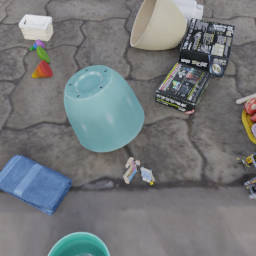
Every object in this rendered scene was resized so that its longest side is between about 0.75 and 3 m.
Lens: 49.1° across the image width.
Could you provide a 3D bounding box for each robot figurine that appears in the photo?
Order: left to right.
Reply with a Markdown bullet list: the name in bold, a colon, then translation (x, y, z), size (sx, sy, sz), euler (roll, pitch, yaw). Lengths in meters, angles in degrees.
- **robot figurine**: translation (2.732, -6.037, 14.625), size (2.258, 1.275, 1.915), euler (10, 50, 8)

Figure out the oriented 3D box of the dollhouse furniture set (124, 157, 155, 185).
- **dollhouse furniture set**: translation (0.371, 1.530, 9.120), size (0.878, 0.828, 0.573), euler (18, 54, 28)

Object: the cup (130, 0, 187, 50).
- **cup**: translation (1.552, -4.775, 13.098), size (1.942, 2.715, 2.715), euler (17, 50, -19)

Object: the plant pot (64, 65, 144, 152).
- **plant pot**: translation (-0.961, -0.837, 9.678), size (2.644, 2.122, 2.644), euler (-11, 48, 13)

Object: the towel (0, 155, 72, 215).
- **towel**: translation (-3.060, 1.783, 9.100), size (2.326, 0.564, 1.298), euler (21, 55, 16)

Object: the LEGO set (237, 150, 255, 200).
- **LEGO set**: translation (4.374, 1.629, 9.171), size (1.362, 1.026, 1.771), euler (9, 50, -31)

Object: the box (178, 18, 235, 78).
- **box**: translation (3.629, -3.750, 12.962), size (2.134, 1.122, 2.606), euler (14, 54, 11)

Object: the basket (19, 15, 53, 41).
- **basket**: translation (-4.568, -5.024, 14.108), size (1.406, 0.867, 0.953), euler (8, 53, 5)

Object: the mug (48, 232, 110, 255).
- **mug**: translation (-1.292, 3.809, 7.125), size (1.633, 1.229, 1.988), euler (24, 57, 17)

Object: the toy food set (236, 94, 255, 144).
- **toy food set**: translation (5.182, -0.538, 10.439), size (1.676, 0.930, 2.848), euler (-13, 52, 8)

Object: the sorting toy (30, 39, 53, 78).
- **sorting toy**: translation (-4.150, -3.101, 12.862), size (0.840, 0.846, 2.439), euler (-28, 56, 9)

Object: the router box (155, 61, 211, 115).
- **router box**: translation (2.310, -1.700, 11.678), size (1.633, 0.677, 2.180), euler (24, 56, 17)
